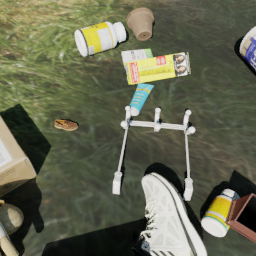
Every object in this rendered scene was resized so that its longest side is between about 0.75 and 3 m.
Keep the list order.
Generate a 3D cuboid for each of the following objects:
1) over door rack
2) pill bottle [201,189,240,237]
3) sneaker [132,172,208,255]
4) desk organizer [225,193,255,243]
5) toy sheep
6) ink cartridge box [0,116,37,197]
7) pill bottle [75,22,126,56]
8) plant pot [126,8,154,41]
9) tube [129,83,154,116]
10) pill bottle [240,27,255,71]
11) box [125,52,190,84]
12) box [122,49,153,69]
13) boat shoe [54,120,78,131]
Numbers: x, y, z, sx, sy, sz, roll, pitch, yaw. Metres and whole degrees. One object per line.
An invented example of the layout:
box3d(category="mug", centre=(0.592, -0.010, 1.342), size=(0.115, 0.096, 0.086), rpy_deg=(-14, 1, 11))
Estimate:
box3d(category="over door rack", centre=(0.800, 0.504, 8.005), size=(2.109, 0.951, 2.855), rpy_deg=(5, 52, 5))
box3d(category="pill bottle", centre=(2.347, 2.079, 6.976), size=(0.621, 0.621, 1.102), rpy_deg=(31, 55, 22))
box3d(category="sneaker", centre=(0.622, 2.179, 6.503), size=(1.429, 0.937, 2.484), rpy_deg=(-10, 51, -27))
box3d(category="desk organizer", centre=(3.294, 2.318, 6.359), size=(1.893, 0.729, 0.679), rpy_deg=(32, 57, 0))
box3d(category="toy sheep", centre=(-3.506, 2.560, 5.919), size=(1.871, 1.871, 2.713), rpy_deg=(38, 48, 25))
box3d(category="ink cartridge box", centre=(-4.353, 1.002, 7.512), size=(2.863, 1.075, 2.358), rpy_deg=(-32, 60, -23))
box3d(category="pill bottle", centre=(-1.076, -3.577, 11.098), size=(1.852, 1.038, 1.038), rpy_deg=(-22, 55, -17))
box3d(category="plant pot", centre=(0.578, -4.236, 11.684), size=(1.149, 1.149, 1.002), rpy_deg=(-8, 69, -6))
box3d(category="tube", centre=(0.411, -1.039, 9.603), size=(0.572, 0.372, 1.477), rpy_deg=(15, 49, 12))
box3d(category="pill bottle", centre=(5.304, -2.327, 9.772), size=(1.603, 1.603, 2.678), rpy_deg=(-14, 53, -11))
box3d(category="box", centre=(1.065, -2.147, 10.063), size=(2.233, 0.841, 0.560), rpy_deg=(-10, 11, -8))
box3d(category="box", centre=(0.386, -2.719, 10.970), size=(1.176, 0.214, 0.849), rpy_deg=(-7, 53, -4))
box3d(category="boat shoe", centre=(-1.982, -0.109, 8.903), size=(0.761, 0.257, 0.274), rpy_deg=(8, 53, 6))
